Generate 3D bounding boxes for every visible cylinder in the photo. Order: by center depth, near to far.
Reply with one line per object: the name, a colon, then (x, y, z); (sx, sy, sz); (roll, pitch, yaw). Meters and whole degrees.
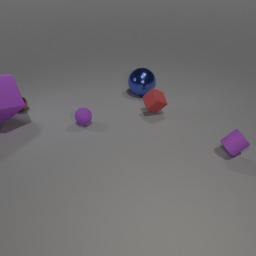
cylinder: (3.677, 0.499, 9.622); (0.700, 0.700, 0.700); (-39, 28, 16)

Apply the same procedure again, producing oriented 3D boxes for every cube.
cube: (-5.175, -1.105, 10.925); (1.400, 1.400, 1.400); (-28, -4, 36)
cube: (1.171, -1.193, 12.205); (0.700, 0.700, 0.700); (14, 49, -41)

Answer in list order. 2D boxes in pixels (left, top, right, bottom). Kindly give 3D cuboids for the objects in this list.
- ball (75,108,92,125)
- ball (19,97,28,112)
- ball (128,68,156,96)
ball: (-1.839, -0.491, 11.557); (0.700, 0.700, 0.700); (0, 31, 0)
ball: (-4.928, -1.097, 12.717); (0.700, 0.700, 0.700); (0, 31, 0)
ball: (0.695, -2.307, 14.024); (1.400, 1.400, 1.400); (0, 31, 0)
